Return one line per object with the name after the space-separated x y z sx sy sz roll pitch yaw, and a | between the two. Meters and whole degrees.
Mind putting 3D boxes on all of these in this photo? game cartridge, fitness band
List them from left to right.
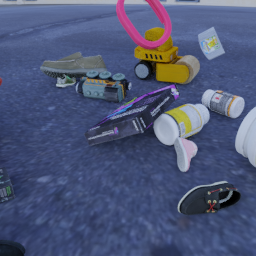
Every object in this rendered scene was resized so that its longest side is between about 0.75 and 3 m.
0.562 -3.862 9.868 1.593 2.217 0.415 -41 10 -14 | fitness band
2.581 -2.617 8.778 0.593 0.889 0.180 -22 15 30 | game cartridge

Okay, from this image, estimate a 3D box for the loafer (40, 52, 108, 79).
-2.377 -2.778 12.419 2.910 1.014 1.094 -3 -6 -18 | loafer

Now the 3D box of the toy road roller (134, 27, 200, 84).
1.693 -3.271 12.465 2.909 2.123 1.787 13 31 22 | toy road roller

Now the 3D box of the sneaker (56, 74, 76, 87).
-2.624 -2.077 12.003 0.421 0.485 1.094 16 30 25 | sneaker

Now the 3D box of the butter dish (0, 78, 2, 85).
-4.399 0.027 6.262 2.189 2.961 2.953 56 10 16 | butter dish

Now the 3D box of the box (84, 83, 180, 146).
0.193 -0.430 8.191 1.911 0.482 2.673 -16 17 37 | box

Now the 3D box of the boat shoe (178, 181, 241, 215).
1.649 1.438 5.610 1.416 0.518 0.444 -10 22 -26 | boat shoe

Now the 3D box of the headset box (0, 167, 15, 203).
-2.917 1.277 6.029 0.861 0.399 0.749 -16 32 -27 | headset box

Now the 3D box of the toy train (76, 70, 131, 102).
-0.966 -1.601 10.839 2.116 0.902 1.206 9 40 16 | toy train

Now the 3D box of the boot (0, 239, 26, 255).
-2.297 2.227 4.281 1.178 0.436 0.965 -4 26 9 | boot

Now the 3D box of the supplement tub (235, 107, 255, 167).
3.750 0.458 6.281 1.573 1.573 2.169 -20 35 -32 | supplement tub

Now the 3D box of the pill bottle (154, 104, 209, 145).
1.602 -0.175 8.133 1.630 0.913 0.913 -22 36 -35 | pill bottle

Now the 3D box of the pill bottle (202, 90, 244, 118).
3.216 -0.863 9.564 0.740 0.740 1.272 -21 35 -33 | pill bottle

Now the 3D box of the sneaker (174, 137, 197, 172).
1.538 0.679 7.101 0.560 0.403 1.071 13 38 -13 | sneaker
